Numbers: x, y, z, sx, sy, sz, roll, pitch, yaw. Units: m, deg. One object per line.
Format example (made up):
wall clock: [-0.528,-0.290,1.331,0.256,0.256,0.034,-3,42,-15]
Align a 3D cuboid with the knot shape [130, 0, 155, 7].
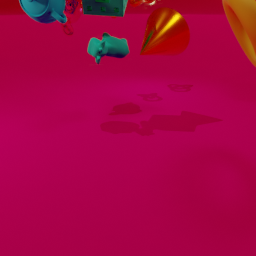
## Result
knot shape: [0.363,-5.301,11.114,1.283,0.634,1.372,22,47,20]

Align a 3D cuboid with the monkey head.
monkey head: [-2.067,-3.819,8.613,1.296,1.802,1.086,-8,2,-17]

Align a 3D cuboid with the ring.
ring: [2.356,-1.925,5.458,0.354,1.772,1.772,-28,18,19]

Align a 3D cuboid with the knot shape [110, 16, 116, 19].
knot shape: [-0.788,-4.364,10.099,1.184,0.547,1.108,33,20,35]

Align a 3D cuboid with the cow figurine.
cow figurine: [-0.502,-2.167,7.685,1.202,0.660,1.183,10,35,-18]

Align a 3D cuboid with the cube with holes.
cube with holes: [-0.580,-3.671,7.256,1.061,1.061,1.061,5,50,4]

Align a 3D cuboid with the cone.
cone: [0.765,-2.445,8.060,1.498,1.498,1.503,18,48,34]

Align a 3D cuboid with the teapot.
teapot: [-2.254,-3.279,7.020,1.877,1.167,0.919,41,25,-2]
